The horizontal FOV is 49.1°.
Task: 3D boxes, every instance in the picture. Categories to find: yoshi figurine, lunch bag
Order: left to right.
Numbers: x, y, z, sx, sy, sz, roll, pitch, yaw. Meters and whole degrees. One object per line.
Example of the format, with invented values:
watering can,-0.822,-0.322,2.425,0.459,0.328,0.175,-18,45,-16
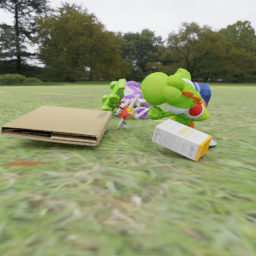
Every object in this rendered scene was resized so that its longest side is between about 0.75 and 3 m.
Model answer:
yoshi figurine,1.126,-0.757,7.099,1.425,1.430,2.544,-20,-19,17
lunch bag,2.783,-1.204,11.563,0.874,1.321,0.898,6,37,-5

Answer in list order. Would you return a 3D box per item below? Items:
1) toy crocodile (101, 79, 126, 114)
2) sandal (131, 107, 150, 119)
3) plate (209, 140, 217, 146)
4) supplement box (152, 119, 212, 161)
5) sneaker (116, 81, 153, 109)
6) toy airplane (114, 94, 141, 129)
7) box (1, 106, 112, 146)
toy crocodile,-0.534,-1.087,10.543,0.649,0.709,2.102,15,-36,-20
sandal,0.633,-0.527,10.286,1.131,0.460,0.278,-4,22,-24
plate,1.503,0.279,6.479,1.066,0.136,1.066,0,5,0
supplement box,1.071,0.218,5.578,0.990,0.364,0.624,25,28,26
sneaker,0.172,-1.356,11.455,1.136,1.248,2.824,26,-6,-28
toy airplane,0.026,-0.460,8.221,0.662,0.934,0.938,31,-25,-1
box,-1.590,-0.153,7.123,2.101,0.273,2.570,5,15,2
